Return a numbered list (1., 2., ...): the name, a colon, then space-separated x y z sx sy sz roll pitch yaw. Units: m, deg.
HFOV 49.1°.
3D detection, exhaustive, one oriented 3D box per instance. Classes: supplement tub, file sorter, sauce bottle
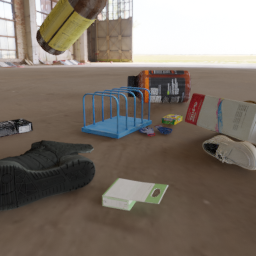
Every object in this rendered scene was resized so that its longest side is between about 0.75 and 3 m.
1. supplement tub: 1.418 -1.966 13.225 2.883 1.542 1.542 1 15 2
2. file sorter: -0.315 -0.574 8.738 1.368 1.209 1.971 9 18 32
3. sauce bottle: -0.966 -2.437 5.660 2.459 0.796 0.796 -29 -6 38

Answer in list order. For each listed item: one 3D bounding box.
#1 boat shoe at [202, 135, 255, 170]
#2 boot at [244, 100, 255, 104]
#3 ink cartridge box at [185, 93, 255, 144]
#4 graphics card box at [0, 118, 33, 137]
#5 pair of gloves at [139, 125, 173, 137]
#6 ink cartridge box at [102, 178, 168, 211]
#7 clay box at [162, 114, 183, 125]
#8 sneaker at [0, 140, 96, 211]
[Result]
1. boat shoe: 2.146 0.514 6.010 0.562 0.590 1.640 -15 19 -10
2. boot: 4.151 -0.640 10.297 1.609 0.532 1.409 -7 17 -22
3. ink cartridge box: 2.756 -0.187 7.161 1.516 0.862 2.081 14 6 -32
4. graphics card box: -3.561 -0.009 8.363 1.189 0.302 0.746 -16 21 -41
5. pair of gloves: 0.842 0.082 8.420 0.966 0.110 0.776 -5 18 -16
6. ink cartridge box: 0.129 1.078 4.503 0.915 0.219 0.666 6 16 20
7. clay box: 1.549 -0.316 9.686 0.487 0.202 0.847 9 18 28
8. sneaker: -1.604 0.701 5.007 2.539 0.763 1.324 -4 15 -33
